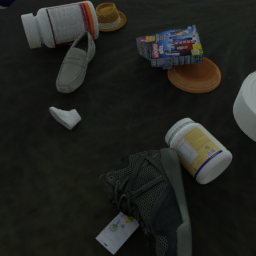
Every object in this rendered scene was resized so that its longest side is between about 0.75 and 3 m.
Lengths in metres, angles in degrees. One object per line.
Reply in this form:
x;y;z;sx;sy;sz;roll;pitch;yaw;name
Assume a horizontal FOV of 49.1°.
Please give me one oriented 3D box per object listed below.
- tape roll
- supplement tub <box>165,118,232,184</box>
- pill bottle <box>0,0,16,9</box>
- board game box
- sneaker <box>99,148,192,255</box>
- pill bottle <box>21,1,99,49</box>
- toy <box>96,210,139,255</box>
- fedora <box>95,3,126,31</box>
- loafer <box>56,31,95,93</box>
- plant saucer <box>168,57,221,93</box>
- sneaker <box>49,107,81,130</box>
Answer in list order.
3.957;-0.533;7.210;2.289;0.800;2.289;0;52;1;tape roll
1.543;0.490;6.283;0.947;0.947;1.302;-27;56;-20;supplement tub
-2.316;-2.699;5.134;1.315;0.761;0.761;-28;48;21;pill bottle
1.206;-2.392;8.571;1.926;0.594;1.928;-4;42;10;board game box
0.301;1.634;5.310;1.656;1.105;2.891;-4;48;-1;sneaker
-2.199;-3.344;9.188;2.262;1.240;1.240;-16;53;-13;pill bottle
-0.180;2.052;5.519;0.469;0.192;0.815;31;54;27;toy
-0.767;-4.125;10.228;1.496;0.610;1.496;0;51;0;fedora
-1.582;-2.010;8.384;0.818;0.816;2.339;8;52;7;loafer
2.018;-1.710;8.482;1.607;0.301;1.607;0;50;0;plant saucer
-1.636;-0.359;7.410;0.851;0.314;0.492;38;58;15;sneaker
